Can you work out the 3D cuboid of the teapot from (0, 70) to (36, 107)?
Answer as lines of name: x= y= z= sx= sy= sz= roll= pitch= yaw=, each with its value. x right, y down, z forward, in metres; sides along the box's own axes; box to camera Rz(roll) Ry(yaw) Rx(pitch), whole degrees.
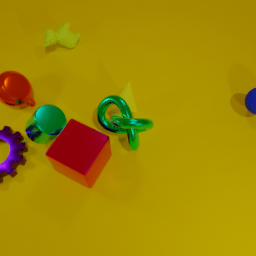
teapot: x=-3.676 y=-1.199 z=8.706 sx=0.902 sy=1.842 sz=1.145 roll=-17 pitch=49 yaw=44

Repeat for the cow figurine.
cow figurine: x=-2.416 y=-3.216 z=10.100 sx=0.665 sy=1.212 sz=1.193 roll=4 pitch=65 yaw=50

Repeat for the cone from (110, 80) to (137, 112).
cone: x=-0.052 y=-1.042 z=8.744 sx=0.890 sy=0.890 sz=0.893 roll=15 pitch=102 yaw=8

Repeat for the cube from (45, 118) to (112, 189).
cube: x=-1.307 y=0.732 z=7.799 sx=1.245 sy=1.245 sz=1.245 roll=25 pitch=64 yaw=13

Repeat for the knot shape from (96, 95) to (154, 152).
knot shape: x=-0.166 y=-0.195 z=7.683 sx=1.620 sy=1.731 sz=0.800 roll=38 pitch=72 yaw=10

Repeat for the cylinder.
cylinder: x=-2.416 y=-0.096 z=8.227 sx=0.945 sy=0.945 sz=0.945 roll=15 pitch=63 yaw=-31

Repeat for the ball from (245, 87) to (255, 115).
ball: x=4.042 y=-0.827 z=8.571 sx=0.877 sy=0.877 sz=0.877 roll=0 pitch=61 yaw=0

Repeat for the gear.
gear: x=-3.908 y=0.768 z=8.287 sx=1.767 sy=0.327 sz=1.767 roll=1 pitch=61 yaw=-1
